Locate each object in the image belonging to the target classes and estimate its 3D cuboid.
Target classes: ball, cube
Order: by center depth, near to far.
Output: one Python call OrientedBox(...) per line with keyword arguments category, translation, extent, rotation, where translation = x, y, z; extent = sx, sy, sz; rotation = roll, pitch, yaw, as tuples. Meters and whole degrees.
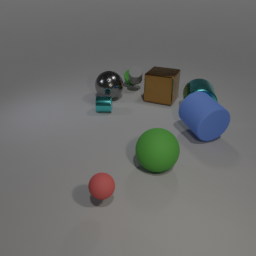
OrientedBox(category="ball", translation=(-0.685, 1.517, 7.327), extent=(0.700, 0.700, 0.700), rotation=(0, 30, 0))
OrientedBox(category="ball", translation=(0.936, 0.695, 8.901), extent=(1.400, 1.400, 1.400), rotation=(0, 30, 0))
OrientedBox(category="cube", translation=(1.669, -2.091, 13.688), extent=(1.400, 1.400, 1.400), rotation=(12, 30, 20))
OrientedBox(category="ball", translation=(-0.924, -2.102, 13.786), extent=(1.400, 1.400, 1.400), rotation=(0, 30, 0))

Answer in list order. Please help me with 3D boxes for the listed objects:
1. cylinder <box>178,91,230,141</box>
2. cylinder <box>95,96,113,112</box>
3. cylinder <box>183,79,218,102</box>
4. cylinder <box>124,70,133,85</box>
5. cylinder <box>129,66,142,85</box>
OrientedBox(category="cylinder", translation=(2.843, -0.457, 10.548), extent=(1.400, 1.400, 1.400), rotation=(-11, 37, -18))
OrientedBox(category="cylinder", translation=(-1.078, -1.081, 12.676), extent=(0.700, 0.700, 0.700), rotation=(0, 30, 2))
OrientedBox(category="cylinder", translation=(3.151, -1.295, 12.356), extent=(1.400, 1.400, 1.400), rotation=(4, 30, 7))
OrientedBox(category="cylinder", translation=(0.147, -2.779, 15.349), extent=(0.700, 0.700, 0.700), rotation=(1, -4, 1))
OrientedBox(category="cylinder", translation=(0.396, -2.720, 14.513), extent=(0.700, 0.700, 0.700), rotation=(-1, 67, 2))
